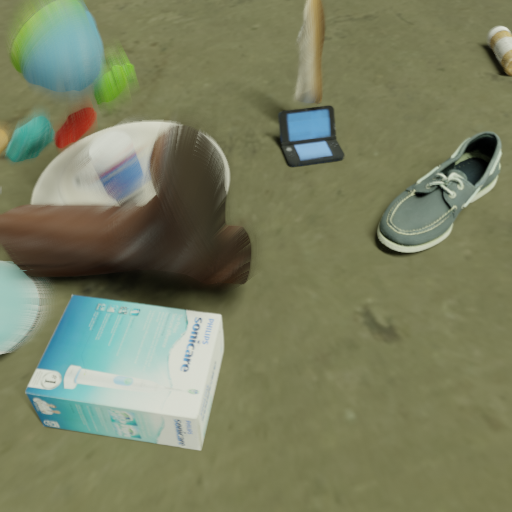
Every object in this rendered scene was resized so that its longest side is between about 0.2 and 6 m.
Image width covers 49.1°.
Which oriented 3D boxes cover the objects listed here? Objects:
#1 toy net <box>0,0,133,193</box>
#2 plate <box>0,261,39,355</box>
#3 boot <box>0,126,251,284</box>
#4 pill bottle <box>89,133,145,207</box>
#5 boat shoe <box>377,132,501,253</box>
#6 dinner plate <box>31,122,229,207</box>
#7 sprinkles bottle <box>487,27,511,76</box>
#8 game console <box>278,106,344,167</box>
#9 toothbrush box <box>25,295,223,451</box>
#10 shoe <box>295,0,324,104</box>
[{"bbox_3d":[-3.510,-1.605,7.864,0.795,2.160,4.117,45,91,-4],"label":"toy net"},{"bbox_3d":[-3.842,0.769,7.449,1.823,0.233,1.823,5,47,-5],"label":"plate"},{"bbox_3d":[-1.916,-0.431,6.622,3.287,3.064,1.056,5,64,13],"label":"boot"},{"bbox_3d":[-1.668,-1.018,6.892,0.518,0.923,0.518,-3,56,5],"label":"pill bottle"},{"bbox_3d":[2.944,-1.086,8.849,2.880,0.890,1.049,-34,55,-28],"label":"boat shoe"},{"bbox_3d":[-2.091,-1.275,9.189,3.295,0.399,3.295,-4,50,4],"label":"dinner plate"},{"bbox_3d":[5.553,-4.544,12.405,0.491,0.491,1.438,0,46,0],"label":"sprinkles bottle"},{"bbox_3d":[0.993,-2.154,10.054,1.059,0.626,0.904,-10,46,-8],"label":"game console"},{"bbox_3d":[-1.437,1.338,6.600,1.913,0.816,1.400,6,47,5],"label":"toothbrush box"},{"bbox_3d":[0.897,-3.504,9.674,0.471,1.764,0.617,5,32,14],"label":"shoe"}]
